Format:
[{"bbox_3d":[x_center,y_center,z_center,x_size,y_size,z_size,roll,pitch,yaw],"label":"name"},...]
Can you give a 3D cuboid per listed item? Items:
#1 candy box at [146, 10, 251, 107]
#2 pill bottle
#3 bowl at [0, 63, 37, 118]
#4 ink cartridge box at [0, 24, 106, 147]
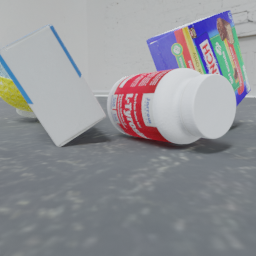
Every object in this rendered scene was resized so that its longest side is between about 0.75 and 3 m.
[{"bbox_3d":[2.056,-1.579,7.444,1.133,2.486,2.941,-7,20,44],"label":"candy box"},{"bbox_3d":[0.772,-0.448,5.749,1.452,1.452,2.586,-5,7,-33],"label":"pill bottle"},{"bbox_3d":[-3.251,-1.234,9.692,2.759,1.485,2.759,9,22,-4],"label":"bowl"},{"bbox_3d":[-1.792,-0.981,6.595,1.213,2.083,2.881,-33,17,-10],"label":"ink cartridge box"}]
